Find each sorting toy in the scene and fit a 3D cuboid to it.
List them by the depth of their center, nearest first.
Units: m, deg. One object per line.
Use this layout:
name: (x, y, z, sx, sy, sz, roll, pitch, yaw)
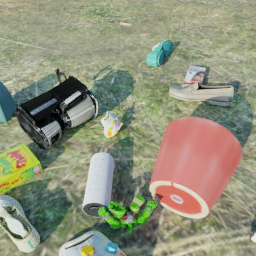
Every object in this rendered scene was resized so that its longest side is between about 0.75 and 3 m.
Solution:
sorting toy: (-0.955, 3.324, 7.015, 1.914, 1.022, 1.723, -22, 26, -23)
sorting toy: (-0.668, -0.217, 10.716, 0.472, 0.795, 0.883, -7, 42, 45)

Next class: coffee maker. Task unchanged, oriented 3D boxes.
coffee maker: (-2.900, -0.737, 10.862, 2.536, 1.778, 2.640, 31, 52, 32)

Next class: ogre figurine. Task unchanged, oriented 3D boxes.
ogre figurine: (-0.010, 2.435, 7.832, 1.543, 0.925, 0.757, -19, 40, -22)

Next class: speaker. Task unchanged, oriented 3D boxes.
speaker: (-0.886, 1.724, 8.732, 0.805, 0.805, 1.984, 1, 41, 1)

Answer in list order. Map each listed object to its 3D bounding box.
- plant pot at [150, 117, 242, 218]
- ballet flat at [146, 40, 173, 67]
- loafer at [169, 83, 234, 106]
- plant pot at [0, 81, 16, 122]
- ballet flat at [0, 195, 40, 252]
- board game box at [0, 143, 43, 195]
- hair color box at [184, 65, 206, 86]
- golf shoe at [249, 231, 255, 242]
plant pot: (1.853, 1.254, 8.298, 2.461, 2.461, 2.178, 19, 55, 21)
ballet flat: (1.669, -4.200, 15.455, 0.931, 0.891, 2.646, 10, 41, 23)
loafer: (3.261, -1.690, 12.507, 2.799, 0.880, 1.006, 11, 35, 10)
plant pot: (-5.460, -1.150, 11.494, 1.048, 1.483, 1.048, 4, 42, 5)
ballet flat: (-3.279, 2.502, 7.819, 2.280, 0.792, 0.792, 30, 49, 30)
board game box: (-4.173, 1.498, 9.169, 2.329, 0.554, 1.183, -29, 49, -29)
hair color box: (3.289, -2.482, 13.774, 0.837, 0.482, 1.509, 13, 44, 14)
golf shoe: (3.962, 3.129, 7.317, 1.465, 0.570, 0.692, 11, 42, 14)
